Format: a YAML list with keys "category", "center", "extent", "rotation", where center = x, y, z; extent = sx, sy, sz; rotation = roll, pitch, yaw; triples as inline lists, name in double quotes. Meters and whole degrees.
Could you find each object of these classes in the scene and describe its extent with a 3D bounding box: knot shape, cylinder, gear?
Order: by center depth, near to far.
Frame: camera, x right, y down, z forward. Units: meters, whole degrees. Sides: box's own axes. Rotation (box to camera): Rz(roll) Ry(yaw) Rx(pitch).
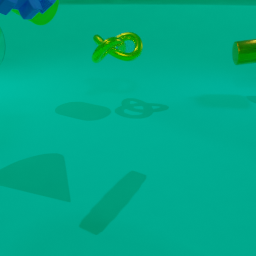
- category: "gear"
  center: [-1.827, -2.495, 4.178]
  extent: [0.312, 1.685, 1.685]
  rotation: [-21, 10, 37]
- category: "cylinder"
  center: [-2.747, -3.658, 7.859]
  extent: [1.152, 1.152, 1.152]
  rotation: [31, 35, 15]
- category: "knot shape"
  center: [-0.308, -2.400, 8.310]
  extent: [1.504, 0.743, 1.607]
  rotation: [-3, 25, 3]
- category: "cylinder"
  center: [3.819, -2.435, 8.975]
  extent: [0.752, 0.752, 0.752]
  rotation: [-6, 25, 7]

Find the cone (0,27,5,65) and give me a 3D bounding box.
- category: "cone"
  center: [-2.537, -1.343, 4.791]
  extent: [1.479, 1.479, 1.484]
  rotation: [-23, 35, -39]
